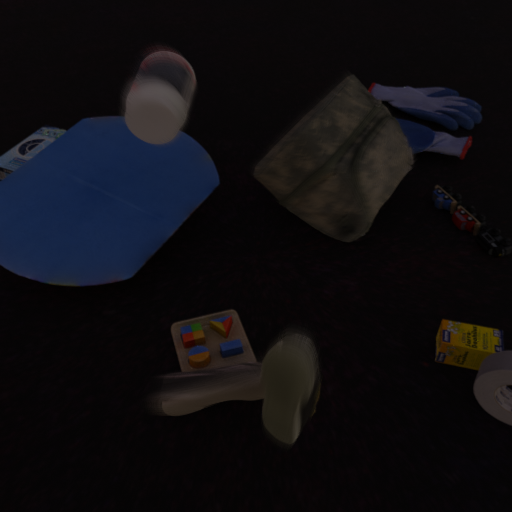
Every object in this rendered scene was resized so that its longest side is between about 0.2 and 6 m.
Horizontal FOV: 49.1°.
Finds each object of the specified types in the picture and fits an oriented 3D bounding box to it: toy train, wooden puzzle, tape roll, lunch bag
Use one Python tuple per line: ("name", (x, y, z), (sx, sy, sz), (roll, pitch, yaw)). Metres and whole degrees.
("toy train", (4.040, -0.696, 10.761), (0.482, 0.359, 2.105), (-25, 48, -8))
("wooden puzzle", (-0.671, 1.352, 8.617), (1.113, 0.278, 1.201), (-12, 45, -13))
("tape roll", (3.542, 1.808, 7.499), (1.143, 1.143, 0.378), (22, 49, 22))
("lunch bag", (1.679, -1.785, 10.738), (2.275, 1.890, 2.712), (46, 50, -9))

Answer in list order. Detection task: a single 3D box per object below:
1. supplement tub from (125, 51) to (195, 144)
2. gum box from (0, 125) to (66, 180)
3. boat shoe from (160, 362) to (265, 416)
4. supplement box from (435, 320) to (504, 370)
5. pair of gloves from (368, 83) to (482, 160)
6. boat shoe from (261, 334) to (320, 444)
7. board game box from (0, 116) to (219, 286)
("supplement tub", (-1.572, -2.613, 9.225), (0.978, 0.978, 1.393), (4, 49, 4))
("gum box", (-4.520, -2.128, 12.213), (1.527, 0.400, 1.797), (17, 46, 17))
("boat shoe", (-0.414, 1.722, 7.813), (1.903, 0.636, 0.542), (-12, 47, -1))
("supplement box", (3.207, 1.362, 8.450), (0.890, 0.488, 0.485), (10, 44, 11))
("pair of gloves", (3.716, -3.188, 13.351), (2.999, 0.425, 3.731), (16, 45, 18))
("boat shoe", (0.434, 1.456, 6.462), (0.633, 1.776, 0.535), (29, 47, 23))
("board game box", (-2.878, -0.952, 10.707), (3.538, 0.872, 4.479), (25, 54, 18))
